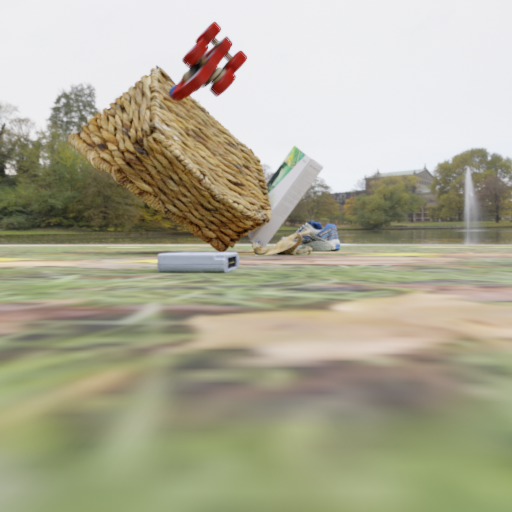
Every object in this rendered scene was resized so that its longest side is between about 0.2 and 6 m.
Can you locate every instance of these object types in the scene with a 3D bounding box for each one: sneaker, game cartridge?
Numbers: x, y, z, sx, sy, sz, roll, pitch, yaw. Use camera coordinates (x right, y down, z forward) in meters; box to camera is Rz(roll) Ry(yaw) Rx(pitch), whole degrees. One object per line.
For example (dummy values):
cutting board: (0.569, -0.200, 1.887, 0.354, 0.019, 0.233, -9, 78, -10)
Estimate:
sneaker: (1.395, -0.511, 14.497, 1.888, 0.804, 0.727, 0, 1, 45)
game cartridge: (-0.502, 0.054, 4.802, 0.618, 0.187, 0.926, 4, 2, 6)

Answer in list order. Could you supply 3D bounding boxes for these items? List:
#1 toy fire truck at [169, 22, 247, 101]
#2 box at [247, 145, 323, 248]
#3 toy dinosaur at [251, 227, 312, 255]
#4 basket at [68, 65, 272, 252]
toy fire truck: (-0.702, -2.363, 7.180, 0.622, 1.110, 0.932, 42, -42, -23)
box: (0.539, -1.420, 13.110, 0.422, 2.320, 1.675, 33, 12, -20)
toy dinosaur: (0.610, -0.163, 10.299, 0.906, 0.522, 1.793, -19, 3, -30)
basket: (-1.798, -1.475, 11.923, 2.768, 2.652, 3.716, -29, -41, 24)
